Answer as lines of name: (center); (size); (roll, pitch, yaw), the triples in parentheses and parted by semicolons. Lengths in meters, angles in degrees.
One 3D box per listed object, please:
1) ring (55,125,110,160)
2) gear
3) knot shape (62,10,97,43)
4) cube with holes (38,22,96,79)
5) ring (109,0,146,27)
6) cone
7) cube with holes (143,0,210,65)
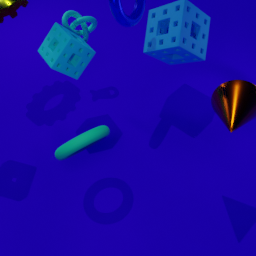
ring: (-1.046, 0.344, 6.488); (1.378, 1.378, 0.276); (-28, 87, -17)
gear: (-3.425, -3.750, 7.451); (0.361, 1.951, 1.951); (43, 66, 12)
knot shape: (-1.478, -2.932, 8.415); (1.047, 0.980, 0.484); (5, 32, -19)
cube with holes: (-1.594, -1.983, 7.287); (0.885, 0.885, 0.885); (-52, 55, 16)
ring: (0.006, -3.088, 6.595); (0.271, 1.357, 1.357); (14, 56, 32)
cone: (2.056, -0.227, 5.419); (1.042, 1.042, 1.046); (20, 44, 12)
cube with holes: (1.381, -2.620, 7.906); (1.243, 1.243, 1.243); (5, 87, 47)
